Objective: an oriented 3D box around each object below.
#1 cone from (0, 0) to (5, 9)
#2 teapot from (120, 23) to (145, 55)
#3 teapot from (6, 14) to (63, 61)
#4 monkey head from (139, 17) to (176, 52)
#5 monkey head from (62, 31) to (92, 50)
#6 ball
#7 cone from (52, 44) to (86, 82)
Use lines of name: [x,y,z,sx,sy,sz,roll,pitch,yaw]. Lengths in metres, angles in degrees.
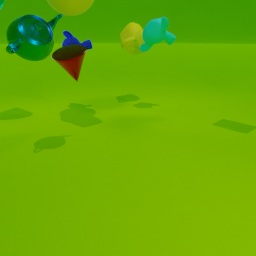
cone: [-3.840,-3.327,7.395,1.394,1.394,1.400,-4,4,-12]
teapot: [0.177,-3.242,10.429,0.938,1.191,1.916,-20,11,21]
teapot: [-1.702,-1.701,5.104,0.660,0.838,1.348,-27,19,51]
monkey head: [0.988,-2.929,8.845,1.014,1.409,0.849,38,47,-8]
monkey head: [-1.679,-2.621,9.184,0.891,1.238,0.746,-24,19,-25]
ball: [-1.443,-3.479,6.916,1.318,1.318,1.318,0,19,0]
cone: [-1.549,-1.712,7.932,0.952,0.955,0.952,-5,41,5]
